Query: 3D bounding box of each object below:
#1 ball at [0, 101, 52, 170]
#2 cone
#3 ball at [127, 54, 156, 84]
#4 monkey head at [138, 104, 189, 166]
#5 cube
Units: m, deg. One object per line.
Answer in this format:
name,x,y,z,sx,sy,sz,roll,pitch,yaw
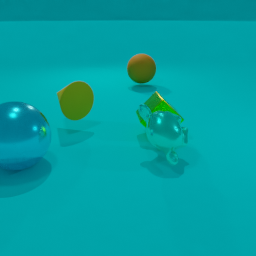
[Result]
ball,-2.245,0.154,5.611,1.375,1.375,1.375,0,23,0
cone,-1.624,-0.825,7.453,1.026,1.026,1.029,-21,31,-40
ball,0.565,-2.454,11.639,1.217,1.217,1.217,0,23,0
monkey head,0.715,0.160,6.004,0.882,1.052,1.463,-12,65,-42
cube,0.776,-0.307,7.029,0.787,0.787,0.787,41,12,-21
